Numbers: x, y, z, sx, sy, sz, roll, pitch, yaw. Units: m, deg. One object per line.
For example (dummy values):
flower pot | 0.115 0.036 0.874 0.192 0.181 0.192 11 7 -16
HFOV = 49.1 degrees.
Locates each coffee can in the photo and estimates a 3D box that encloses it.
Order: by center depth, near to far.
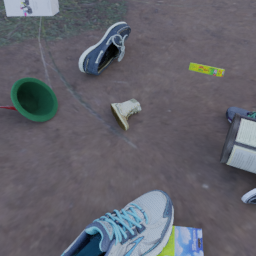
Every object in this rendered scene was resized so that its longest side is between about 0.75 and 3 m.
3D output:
coffee can | 3.527 0.539 7.215 1.913 1.400 1.400 18 50 15

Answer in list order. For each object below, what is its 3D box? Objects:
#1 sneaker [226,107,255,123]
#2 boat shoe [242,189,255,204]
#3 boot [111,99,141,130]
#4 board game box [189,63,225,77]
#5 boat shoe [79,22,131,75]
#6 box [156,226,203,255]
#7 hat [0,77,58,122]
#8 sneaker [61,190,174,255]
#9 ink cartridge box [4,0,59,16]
sneaker | 4.053 -0.214 8.173 2.339 1.024 0.870 33 55 26
boat shoe | 3.430 1.711 6.827 1.287 0.462 0.436 -5 46 -14
boot | 0.031 -0.465 8.831 0.888 0.414 1.148 -17 48 -16
board game box | 2.386 -1.773 8.514 0.934 0.222 0.475 24 21 36
boat shoe | -0.651 -3.059 10.739 0.918 1.111 2.968 25 54 23
box | 1.045 2.524 6.156 1.133 0.270 0.691 4 48 5
hat | -3.418 -0.731 9.216 1.747 1.538 1.447 43 47 -19
sneaker | -0.183 2.209 5.545 2.999 1.294 1.164 -37 48 -25
ink cartridge box | -2.075 -2.537 5.758 1.159 0.393 0.667 0 29 0
